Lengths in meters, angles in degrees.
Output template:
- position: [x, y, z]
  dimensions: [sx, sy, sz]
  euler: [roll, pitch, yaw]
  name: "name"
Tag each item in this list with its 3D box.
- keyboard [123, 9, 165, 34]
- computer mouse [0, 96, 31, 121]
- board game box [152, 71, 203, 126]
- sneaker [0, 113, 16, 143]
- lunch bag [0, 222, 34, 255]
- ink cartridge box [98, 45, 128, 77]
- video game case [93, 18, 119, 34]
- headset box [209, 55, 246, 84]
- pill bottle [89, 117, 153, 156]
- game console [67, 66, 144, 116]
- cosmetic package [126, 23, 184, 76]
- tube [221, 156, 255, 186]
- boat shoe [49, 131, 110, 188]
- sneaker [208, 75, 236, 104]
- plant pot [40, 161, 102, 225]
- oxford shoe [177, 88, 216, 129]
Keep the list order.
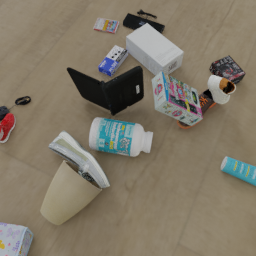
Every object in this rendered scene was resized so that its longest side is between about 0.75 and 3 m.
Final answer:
- position: [0.849, -5.308, 14.038]
  dimensions: [2.066, 0.213, 1.313]
  euler: [24, 71, 11]
  name: "keyboard"
- position: [-4.924, -0.846, 11.603]
  dimensions: [1.885, 0.321, 0.553]
  euler: [-35, 66, -17]
  name: "computer mouse"
- position: [1.831, -1.073, 10.442]
  dimensions: [1.922, 0.618, 1.418]
  euler: [19, 51, -31]
  name: "board game box"
- position: [-4.835, -0.137, 10.978]
  dimensions: [0.508, 0.750, 1.298]
  euler: [2, 62, 1]
  name: "sneaker"
- position: [-3.989, 3.946, 8.617]
  dimensions: [1.528, 1.145, 1.801]
  euler: [7, 52, 2]
  name: "lunch bag"
- position: [-0.661, -3.070, 12.772]
  dimensions: [0.704, 0.331, 1.498]
  euler: [27, 66, 15]
  name: "ink cartridge box"
- position: [-1.078, -5.117, 13.990]
  dimensions: [1.125, 0.098, 0.805]
  euler: [13, 62, 7]
  name: "video game case"
- position: [4.407, -2.447, 12.345]
  dimensions: [0.983, 0.496, 1.323]
  euler: [-26, 65, -13]
  name: "headset box"
- position: [-0.232, 0.361, 10.434]
  dimensions: [2.244, 1.243, 1.243]
  euler: [9, 62, 5]
  name: "pill bottle"
- position: [-0.712, -1.645, 10.565]
  dimensions: [2.272, 2.583, 1.503]
  euler: [-29, 73, -5]
  name: "game console"
- position: [1.155, -3.470, 12.635]
  dimensions: [1.356, 0.975, 2.402]
  euler: [-36, 67, -18]
  name: "cosmetic package"
- position: [4.511, 1.697, 10.191]
  dimensions: [2.174, 0.548, 0.842]
  euler: [21, 77, 6]
  name: "tube"
- position: [-1.746, 1.240, 10.136]
  dimensions: [0.918, 1.055, 2.861]
  euler: [-43, 66, -13]
  name: "boat shoe"
- position: [3.623, -1.310, 10.432]
  dimensions: [0.824, 1.946, 0.708]
  euler: [18, 87, 35]
  name: "sneaker"
- position: [-2.045, 2.277, 9.366]
  dimensions: [1.638, 1.638, 1.749]
  euler: [35, 81, 17]
  name: "plant pot"
- position: [2.862, -0.934, 11.333]
  dimensions: [0.850, 0.866, 2.389]
  euler: [39, 69, 19]
  name: "oxford shoe"
